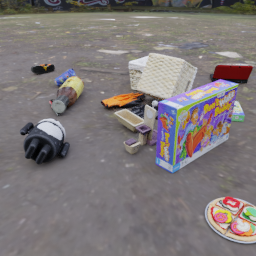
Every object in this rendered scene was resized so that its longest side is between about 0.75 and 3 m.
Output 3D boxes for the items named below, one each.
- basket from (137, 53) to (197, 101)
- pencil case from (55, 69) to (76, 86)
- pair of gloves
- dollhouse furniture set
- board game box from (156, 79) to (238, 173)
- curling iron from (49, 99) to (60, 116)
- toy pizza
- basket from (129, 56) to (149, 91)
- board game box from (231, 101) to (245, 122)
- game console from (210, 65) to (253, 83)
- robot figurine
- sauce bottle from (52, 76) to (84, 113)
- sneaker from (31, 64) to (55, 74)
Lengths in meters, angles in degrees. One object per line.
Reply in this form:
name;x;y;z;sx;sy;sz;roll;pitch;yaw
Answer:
basket;1.368;-1.741;10.013;1.553;1.539;1.249;23;6;34
pencil case;-2.698;-2.161;11.966;0.987;0.429;0.385;-26;36;23
pair of gloves;0.306;-0.767;9.959;1.911;0.265;2.145;-19;35;-34
dollhouse furniture set;0.082;-0.346;7.898;1.359;1.217;1.715;-22;40;-35
board game box;1.780;-0.127;7.146;2.496;1.678;0.559;-23;35;-36
curling iron;-2.593;-0.750;10.005;0.331;0.171;1.336;-9;29;-18
toy pizza;2.053;1.671;5.293;1.149;0.182;1.149;0;27;0
basket;1.060;-2.319;11.936;1.309;1.192;1.932;19;32;33
board game box;2.963;-0.649;9.712;1.823;0.265;1.227;5;27;9
game console;4.633;-2.568;12.703;1.573;0.933;1.355;4;28;6
robot figurine;-2.116;0.312;7.170;0.868;1.045;1.391;-16;25;13
sauce bottle;-2.208;-1.260;10.342;0.780;0.780;2.362;2;26;3
sneaker;-4.355;-2.981;14.114;1.260;0.441;0.567;-20;26;-41
